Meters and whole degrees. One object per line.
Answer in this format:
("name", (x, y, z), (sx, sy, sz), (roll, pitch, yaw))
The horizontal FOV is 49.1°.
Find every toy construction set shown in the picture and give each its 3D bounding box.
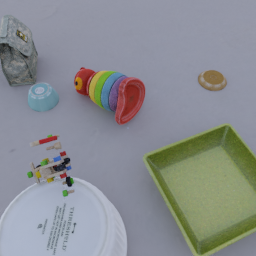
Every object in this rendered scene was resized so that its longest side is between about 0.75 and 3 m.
("toy construction set", (-1.764, 0.762, 5.909), (0.944, 1.229, 1.025), (-15, 29, -4))

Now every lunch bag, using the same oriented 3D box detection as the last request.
("lunch bag", (-3.759, -2.640, 9.477), (1.111, 1.890, 1.550), (-8, 54, -5))

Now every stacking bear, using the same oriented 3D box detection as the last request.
("stacking bear", (-0.757, -1.247, 8.905), (2.346, 1.424, 1.334), (24, 29, 28))

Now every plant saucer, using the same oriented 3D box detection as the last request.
("plant saucer", (2.995, -1.735, 9.884), (1.022, 0.181, 1.022), (0, 54, 0))
("plant saucer", (2.185, 1.508, 7.273), (2.837, 0.679, 2.833), (-19, 57, -14))

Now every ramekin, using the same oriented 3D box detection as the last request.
("ramekin", (-1.494, 2.426, 6.182), (2.940, 1.369, 2.940), (-1, 53, 1))

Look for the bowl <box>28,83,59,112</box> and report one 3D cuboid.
("bowl", (-2.831, -1.097, 9.213), (1.035, 0.541, 1.035), (1, 54, -1))
